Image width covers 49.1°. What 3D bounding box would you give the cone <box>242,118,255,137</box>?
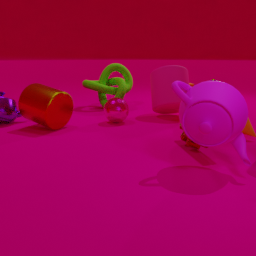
[{"bbox_3d":[2.882,-0.108,7.194,1.020,1.020,1.024,-16,54,-46],"label":"cone"}]

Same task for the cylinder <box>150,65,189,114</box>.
[{"bbox_3d":[1.446,-1.275,9.587,1.312,1.312,1.312,-3,-12,-1],"label":"cylinder"}]

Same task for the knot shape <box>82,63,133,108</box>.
[{"bbox_3d":[-0.868,-1.683,11.101,1.900,0.938,2.030,6,52,12],"label":"knot shape"}]

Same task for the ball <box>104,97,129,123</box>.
[{"bbox_3d":[-0.366,-0.561,8.795,0.800,0.800,0.800,0,15,0],"label":"ball"}]

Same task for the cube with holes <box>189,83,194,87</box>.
[{"bbox_3d":[2.176,-1.378,11.429,0.859,0.859,0.859,0,12,2],"label":"cube with holes"}]

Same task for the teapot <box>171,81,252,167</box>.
[{"bbox_3d":[1.506,-0.139,4.971,1.950,1.213,0.955,44,37,0],"label":"teapot"}]

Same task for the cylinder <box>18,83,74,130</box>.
[{"bbox_3d":[-2.361,-0.632,8.117,1.120,1.120,1.120,19,22,26],"label":"cylinder"}]

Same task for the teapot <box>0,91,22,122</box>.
[{"bbox_3d":[-3.919,-0.668,8.691,1.849,0.905,1.150,11,-4,-21],"label":"teapot"}]

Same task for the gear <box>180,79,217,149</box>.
[{"bbox_3d":[1.752,-0.315,6.397,0.293,1.586,1.586,22,10,-16],"label":"gear"}]
